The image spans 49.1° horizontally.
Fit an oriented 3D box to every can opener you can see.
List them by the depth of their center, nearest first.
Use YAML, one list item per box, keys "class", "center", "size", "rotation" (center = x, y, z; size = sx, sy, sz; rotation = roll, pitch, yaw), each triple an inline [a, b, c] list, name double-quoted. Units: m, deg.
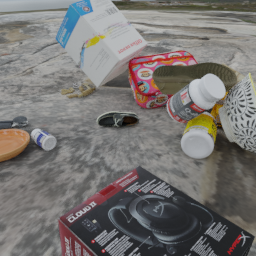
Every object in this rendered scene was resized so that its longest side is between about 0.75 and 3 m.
- class: "can opener"
  center: [-4.213, -0.227, 9.935]
  size: [1.284, 0.429, 0.343]
  rotation: [-3, 29, -5]

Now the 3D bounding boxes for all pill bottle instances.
- class: "pill bottle"
  center: [1.873, -0.807, 7.846]
  size: [0.902, 1.558, 0.902]
  rotation: [12, 63, -25]
- class: "pill bottle"
  center: [2.260, 0.139, 8.724]
  size: [0.946, 0.946, 1.732]
  rotation: [10, 31, 17]
- class: "pill bottle"
  center: [-2.680, 0.345, 8.839]
  size: [0.487, 0.487, 0.842]
  rotation: [-26, 38, -38]

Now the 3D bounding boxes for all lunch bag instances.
- class: "lunch bag"
  center: [1.523, -2.198, 11.785]
  size: [2.951, 1.209, 2.599]
  rotation: [-11, 54, -9]

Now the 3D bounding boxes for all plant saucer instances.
- class: "plant saucer"
  center: [-3.908, 0.551, 8.519]
  size: [1.803, 0.338, 1.803]
  rotation: [-2, 25, 1]

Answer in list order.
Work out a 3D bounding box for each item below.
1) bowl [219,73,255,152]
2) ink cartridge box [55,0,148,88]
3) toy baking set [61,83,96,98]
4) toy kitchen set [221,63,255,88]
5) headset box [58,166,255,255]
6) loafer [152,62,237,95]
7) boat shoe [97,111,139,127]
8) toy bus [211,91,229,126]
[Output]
- class: "bowl"
  center: [3.540, -0.259, 8.524]
  size: [1.200, 2.557, 2.557]
  rotation: [-21, 20, 26]
- class: "ink cartridge box"
  center: [-1.154, -3.729, 12.116]
  size: [2.931, 2.120, 2.158]
  rotation: [49, 49, 0]
- class: "toy baking set"
  center: [-2.272, -1.828, 13.067]
  size: [1.448, 0.220, 1.887]
  rotation: [19, 34, 30]
- class: "toy kitchen set"
  center: [3.436, -0.974, 10.208]
  size: [1.714, 1.900, 1.550]
  rotation: [35, 41, 12]
- class: "headset box"
  center: [0.323, 2.022, 4.984]
  size: [2.881, 1.112, 2.144]
  rotation: [26, 37, 35]
- class: "loafer"
  center: [2.016, -1.436, 8.636]
  size: [2.534, 0.855, 0.963]
  rotation: [10, 53, 25]
- class: "boat shoe"
  center: [-0.351, -0.279, 9.914]
  size: [1.494, 0.536, 0.505]
  rotation: [-4, 25, -11]
- class: "toy bus"
  center: [3.840, -1.032, 10.702]
  size: [0.909, 1.093, 2.792]
  rotation: [13, 31, 22]
